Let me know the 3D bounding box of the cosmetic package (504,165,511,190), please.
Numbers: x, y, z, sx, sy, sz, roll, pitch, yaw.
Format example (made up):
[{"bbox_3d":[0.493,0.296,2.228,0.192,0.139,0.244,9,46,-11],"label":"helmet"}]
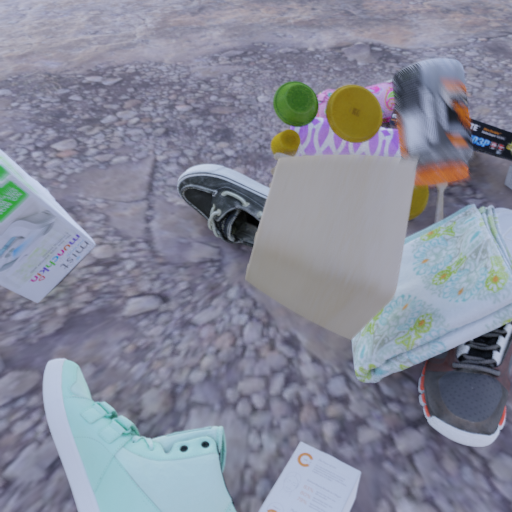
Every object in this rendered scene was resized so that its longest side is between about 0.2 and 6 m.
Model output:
[{"bbox_3d":[4.946,-1.415,10.298,0.427,0.424,0.510,-13,39,-15],"label":"cosmetic package"}]

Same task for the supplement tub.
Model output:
[{"bbox_3d":[2.430,-1.799,7.697,0.954,1.557,0.954,-7,-1,0],"label":"supplement tub"}]

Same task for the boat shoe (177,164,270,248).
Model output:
[{"bbox_3d":[-0.319,-0.709,8.954,2.746,0.971,0.874,21,48,29],"label":"boat shoe"}]

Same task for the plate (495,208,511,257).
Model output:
[{"bbox_3d":[4.084,-0.217,8.617,1.676,0.272,1.680,-35,40,-31],"label":"plate"}]

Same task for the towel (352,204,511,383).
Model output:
[{"bbox_3d":[2.123,0.400,7.021,2.227,0.536,1.906,-33,25,27],"label":"towel"}]

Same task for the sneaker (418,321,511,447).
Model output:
[{"bbox_3d":[2.643,1.009,6.728,1.013,1.076,2.629,15,41,18],"label":"sneaker"}]

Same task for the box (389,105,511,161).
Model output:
[{"bbox_3d":[3.809,-2.311,10.461,2.126,0.489,1.690,12,16,-17],"label":"box"}]

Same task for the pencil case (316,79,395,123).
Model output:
[{"bbox_3d":[2.409,-3.280,12.180,2.316,1.013,1.013,-16,41,-17],"label":"pencil case"}]

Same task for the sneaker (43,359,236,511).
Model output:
[{"bbox_3d":[-1.160,1.901,5.698,1.514,0.945,2.568,-24,54,-19],"label":"sneaker"}]

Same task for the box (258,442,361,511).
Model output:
[{"bbox_3d":[0.465,2.464,5.346,0.673,0.527,1.082,20,43,24],"label":"box"}]

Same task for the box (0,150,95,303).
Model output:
[{"bbox_3d":[-3.748,-0.909,7.361,2.619,2.311,1.266,40,81,18],"label":"box"}]

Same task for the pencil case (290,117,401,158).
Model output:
[{"bbox_3d":[1.742,-1.916,10.388,2.544,1.068,1.087,9,53,9],"label":"pencil case"}]

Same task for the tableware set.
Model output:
[{"bbox_3d":[1.774,-1.752,9.507,3.249,2.188,0.499,10,-7,-10],"label":"tableware set"}]

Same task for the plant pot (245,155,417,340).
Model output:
[{"bbox_3d":[0.727,-0.199,6.277,1.435,1.621,1.619,16,66,1],"label":"plant pot"}]
